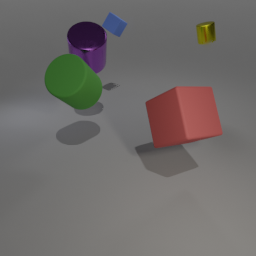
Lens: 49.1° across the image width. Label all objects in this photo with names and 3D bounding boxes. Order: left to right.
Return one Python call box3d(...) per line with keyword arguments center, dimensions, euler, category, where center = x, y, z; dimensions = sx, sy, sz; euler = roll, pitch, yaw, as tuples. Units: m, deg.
box3d(center=(-1.702, -1.432, 8.971), dimensions=(1.400, 1.400, 1.400), euler=(10, -9, 17), category="cylinder")
box3d(center=(-1.497, -2.935, 10.409), dimensions=(1.400, 1.400, 1.400), euler=(2, 63, -5), category="cylinder")
box3d(center=(-0.586, -4.587, 12.442), dimensions=(0.700, 0.700, 0.700), euler=(39, 19, 14), category="cube")
box3d(center=(1.551, -0.294, 7.932), dimensions=(1.400, 1.400, 1.400), euler=(-5, -9, -34), category="cube")
box3d(center=(3.023, -3.680, 10.837), dimensions=(0.700, 0.700, 0.700), euler=(-12, 27, 6), category="cylinder")
